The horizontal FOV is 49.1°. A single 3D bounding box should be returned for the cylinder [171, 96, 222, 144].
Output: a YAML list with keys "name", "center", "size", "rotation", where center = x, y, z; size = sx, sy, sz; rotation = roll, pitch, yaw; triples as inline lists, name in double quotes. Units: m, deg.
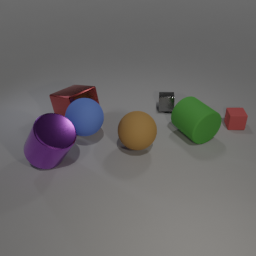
- name: "cylinder"
  center: [2.632, -0.318, 10.903]
  size: [1.400, 1.400, 1.400]
  rotation: [-16, 39, -24]

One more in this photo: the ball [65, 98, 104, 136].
- name: "ball"
  center: [-1.585, -0.397, 10.257]
  size: [1.400, 1.400, 1.400]
  rotation: [0, 32, 0]

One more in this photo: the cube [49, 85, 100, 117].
- name: "cube"
  center: [-2.151, -0.905, 11.653]
  size: [1.400, 1.400, 1.400]
  rotation: [11, 32, 41]

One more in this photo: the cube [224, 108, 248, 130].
- name: "cube"
  center: [4.496, -0.388, 11.714]
  size: [0.700, 0.700, 0.700]
  rotation: [0, 33, 4]

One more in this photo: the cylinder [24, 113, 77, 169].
- name: "cylinder"
  center: [-2.594, 0.448, 9.298]
  size: [1.400, 1.400, 1.400]
  rotation: [19, 48, -22]

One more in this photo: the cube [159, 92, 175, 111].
- name: "cube"
  center: [1.770, -1.213, 12.881]
  size: [0.700, 0.700, 0.700]
  rotation: [1, 27, 7]

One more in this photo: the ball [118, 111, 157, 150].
- name: "ball"
  center: [0.330, 0.091, 9.975]
  size: [1.400, 1.400, 1.400]
  rotation: [0, 32, 0]
